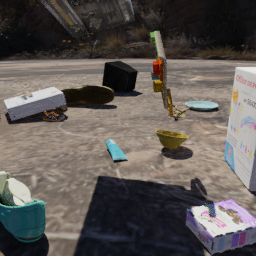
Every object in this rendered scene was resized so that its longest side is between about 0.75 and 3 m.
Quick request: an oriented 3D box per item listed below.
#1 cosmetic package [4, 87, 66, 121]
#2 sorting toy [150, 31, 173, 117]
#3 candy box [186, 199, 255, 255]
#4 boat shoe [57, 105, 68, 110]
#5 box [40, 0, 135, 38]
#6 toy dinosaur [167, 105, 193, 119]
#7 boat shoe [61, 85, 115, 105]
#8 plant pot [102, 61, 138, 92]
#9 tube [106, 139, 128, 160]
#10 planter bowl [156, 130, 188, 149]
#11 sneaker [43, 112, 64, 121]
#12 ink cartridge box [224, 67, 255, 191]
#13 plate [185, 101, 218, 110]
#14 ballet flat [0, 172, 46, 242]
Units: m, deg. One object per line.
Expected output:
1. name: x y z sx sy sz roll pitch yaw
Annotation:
1. cosmetic package: -4.003 -1.100 12.006 2.287 0.591 1.724 -20 27 -22
2. sorting toy: 0.705 -1.317 6.495 0.341 1.409 2.503 -7 43 5
3. candy box: 1.535 1.563 4.532 0.932 0.333 0.782 -6 18 -18
4. boat shoe: -3.180 -1.118 13.033 0.439 0.488 1.353 -36 37 -5
5. box: -0.920 -3.142 6.870 1.879 0.573 2.372 -12 -6 9
6. toy dinosaur: 2.109 -0.648 11.745 0.756 0.435 1.496 28 37 27
7. boat shoe: -2.000 -1.730 13.942 2.806 1.027 0.909 2 23 8
8. plant pot: -0.412 -3.092 17.365 1.580 1.782 1.777 19 24 24
9. tube: -0.357 0.624 7.746 0.402 0.261 1.037 -8 23 -17
10. planter bowl: 1.247 0.356 8.165 0.975 0.406 0.975 8 9 -1
11. sneaker: -2.941 -0.464 11.051 0.860 0.332 0.337 3 16 3
12. ink cartridge box: 3.376 -0.241 6.208 1.732 2.767 1.778 0 17 1
13. plate: 3.435 -1.034 13.117 1.500 0.192 1.500 1 18 0
14. ballet flat: -2.141 1.194 4.936 2.164 0.762 0.729 14 5 37
